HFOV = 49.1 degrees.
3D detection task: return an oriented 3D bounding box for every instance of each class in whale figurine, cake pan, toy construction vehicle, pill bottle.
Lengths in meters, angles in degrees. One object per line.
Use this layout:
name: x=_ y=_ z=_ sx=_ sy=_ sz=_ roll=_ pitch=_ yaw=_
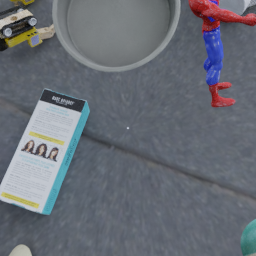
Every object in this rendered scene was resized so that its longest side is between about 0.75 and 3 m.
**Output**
whale figurine: x=2.275 y=1.718 z=4.255 sx=1.368 sy=1.089 sz=0.710 roll=14 pitch=50 yaw=-41
cake pan: x=-0.148 y=-1.440 z=3.505 sx=1.566 sy=0.287 sz=1.566 roll=0 pitch=87 yaw=6
toy construction vehicle: x=-3.299 y=-3.170 z=7.796 sx=2.455 sy=0.993 sz=2.820 roll=39 pitch=60 yaw=22
pill bottle: x=3.413 y=-4.508 z=7.951 sx=1.596 sy=1.596 sz=2.873 roll=34 pitch=74 yaw=11

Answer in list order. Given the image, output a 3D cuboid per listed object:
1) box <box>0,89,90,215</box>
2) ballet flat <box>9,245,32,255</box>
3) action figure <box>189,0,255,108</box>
box: x=-1.929 y=0.524 z=6.679 sx=1.139 sy=0.680 sz=2.768 roll=17 pitch=72 yaw=6
ballet flat: x=-2.390 y=3.481 z=5.622 sx=0.724 sy=0.724 sz=2.085 roll=1 pitch=71 yaw=0
action figure: x=1.835 y=-1.709 z=4.917 sx=1.351 sy=2.729 sz=0.890 roll=-14 pitch=41 yaw=19
